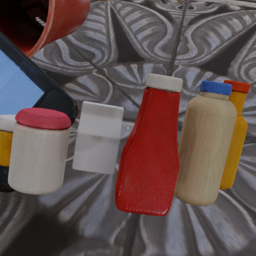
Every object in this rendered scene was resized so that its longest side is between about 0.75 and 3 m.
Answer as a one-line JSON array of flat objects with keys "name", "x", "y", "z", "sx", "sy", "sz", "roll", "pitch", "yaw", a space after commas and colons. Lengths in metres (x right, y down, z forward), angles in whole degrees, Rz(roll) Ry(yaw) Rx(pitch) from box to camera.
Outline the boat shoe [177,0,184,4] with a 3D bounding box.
[{"name": "boat shoe", "x": 1.455, "y": -4.082, "z": 8.519, "sx": 0.301, "sy": 0.270, "sz": 0.814, "roll": -15, "pitch": 57, "yaw": -13}]

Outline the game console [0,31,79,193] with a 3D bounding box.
[{"name": "game console", "x": -2.160, "y": -0.329, "z": 3.298, "sx": 2.344, "sy": 1.391, "sz": 2.020, "roll": 42, "pitch": 91, "yaw": 21}]

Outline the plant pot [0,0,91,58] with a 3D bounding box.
[{"name": "plant pot", "x": -2.216, "y": -2.912, "z": 6.097, "sx": 2.748, "sy": 2.748, "sz": 2.672, "roll": 10, "pitch": 25, "yaw": 12}]

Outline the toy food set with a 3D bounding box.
[{"name": "toy food set", "x": 0.010, "y": -0.028, "z": 2.387, "sx": 2.358, "sy": 1.061, "sz": 1.126, "roll": 9, "pitch": 10, "yaw": -5}]
